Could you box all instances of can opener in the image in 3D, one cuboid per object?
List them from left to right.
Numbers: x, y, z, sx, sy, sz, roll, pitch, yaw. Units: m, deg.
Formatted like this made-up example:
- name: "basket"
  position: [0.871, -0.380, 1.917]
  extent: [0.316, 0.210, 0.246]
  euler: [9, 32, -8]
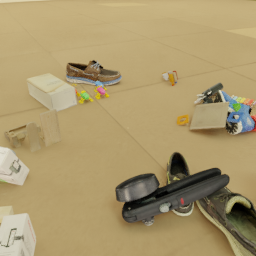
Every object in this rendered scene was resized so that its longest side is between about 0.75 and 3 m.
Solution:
- name: "can opener"
  position: [1.076, 1.505, 6.440]
  extent: [2.669, 1.049, 0.846]
  euler: [-13, 28, -5]
- name: "can opener"
  position: [3.458, -1.365, 11.825]
  extent: [0.550, 0.694, 2.088]
  euler: [-32, 2, 46]

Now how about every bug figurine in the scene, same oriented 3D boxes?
- name: "bug figurine"
  position: [-1.669, -1.631, 12.210]
  extent: [1.856, 0.477, 1.439]
  euler: [-18, 36, -27]

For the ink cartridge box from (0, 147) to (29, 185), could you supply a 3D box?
- name: "ink cartridge box"
  position: [-3.261, 0.964, 7.249]
  extent: [0.879, 1.208, 0.507]
  euler: [8, 58, 13]

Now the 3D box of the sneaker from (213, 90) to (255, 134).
- name: "sneaker"
  position: [3.872, -0.584, 10.301]
  extent: [1.032, 0.909, 2.315]
  euler: [1, 39, -11]

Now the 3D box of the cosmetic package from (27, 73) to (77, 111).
- name: "cosmetic package"
  position: [-3.217, -1.527, 11.748]
  extent: [1.132, 0.799, 2.186]
  euler: [-25, 39, -35]

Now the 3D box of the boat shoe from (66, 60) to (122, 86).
- name: "boat shoe"
  position: [-1.673, -2.663, 13.343]
  extent: [2.736, 0.990, 0.988]
  euler: [1, 36, 5]

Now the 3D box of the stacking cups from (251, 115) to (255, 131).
- name: "stacking cups"
  position: [5.530, -0.407, 10.133]
  extent: [2.659, 0.804, 0.804]
  euler: [-16, 35, -15]

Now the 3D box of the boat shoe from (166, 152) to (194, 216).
- name: "boat shoe"
  position: [1.305, 1.377, 7.254]
  extent: [0.685, 0.578, 1.921]
  euler: [0, 32, 1]

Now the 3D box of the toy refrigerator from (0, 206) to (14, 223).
- name: "toy refrigerator"
  position: [-3.099, 2.036, 6.505]
  extent: [0.770, 0.269, 0.292]
  euler: [-4, 25, -7]

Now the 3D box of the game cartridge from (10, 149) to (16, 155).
- name: "game cartridge"
  position: [-4.378, 0.890, 8.319]
  extent: [1.684, 0.350, 1.121]
  euler: [12, 29, 18]

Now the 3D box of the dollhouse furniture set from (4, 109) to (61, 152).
- name: "dollhouse furniture set"
  position: [-3.204, -0.130, 9.109]
  extent: [1.384, 1.186, 1.456]
  euler: [-23, 39, -33]

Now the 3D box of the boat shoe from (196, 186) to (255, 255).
- name: "boat shoe"
  position: [2.358, 1.860, 6.158]
  extent: [0.988, 0.909, 2.766]
  euler: [-8, 33, -13]

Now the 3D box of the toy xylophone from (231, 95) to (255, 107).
- name: "toy xylophone"
  position: [4.675, -1.031, 11.452]
  extent: [1.005, 0.253, 0.736]
  euler: [16, 35, 24]

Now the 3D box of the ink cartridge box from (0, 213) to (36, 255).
- name: "ink cartridge box"
  position: [-2.160, 2.392, 5.333]
  extent: [0.507, 0.879, 1.204]
  euler: [-6, 31, -6]

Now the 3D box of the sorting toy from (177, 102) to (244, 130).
- name: "sorting toy"
  position: [2.880, -0.379, 9.868]
  extent: [2.342, 0.319, 1.319]
  euler: [-4, 43, 34]

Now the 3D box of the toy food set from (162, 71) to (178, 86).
- name: "toy food set"
  position: [2.090, -2.437, 13.653]
  extent: [0.587, 0.554, 1.230]
  euler: [-21, 17, -8]
